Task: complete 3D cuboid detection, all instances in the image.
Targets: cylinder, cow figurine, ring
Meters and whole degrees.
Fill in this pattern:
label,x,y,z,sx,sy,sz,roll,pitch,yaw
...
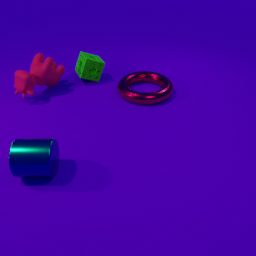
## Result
label,x,y,z,sx,sy,sz,roll,pitch,yaw
cylinder,-2.167,0.699,6.582,0.912,0.912,0.912,0,37,0
cow figurine,-3.040,-1.689,9.556,0.906,1.624,1.650,26,-1,23
ring,0.609,-1.443,9.814,1.972,0.394,1.972,0,37,0

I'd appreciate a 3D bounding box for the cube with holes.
label,x,y,z,sx,sy,sz,roll,pitch,yaw
cube with holes,-1.417,-2.268,10.369,0.746,0.746,0.746,7,30,-33
